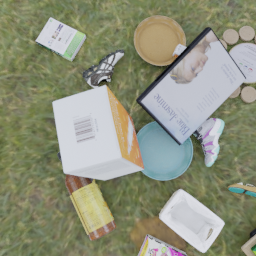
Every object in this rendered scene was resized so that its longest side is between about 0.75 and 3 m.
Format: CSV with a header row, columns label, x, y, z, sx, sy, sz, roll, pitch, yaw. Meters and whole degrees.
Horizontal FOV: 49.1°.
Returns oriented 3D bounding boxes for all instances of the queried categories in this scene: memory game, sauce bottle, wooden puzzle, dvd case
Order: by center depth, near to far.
label,x,y,z,sx,sy,sz,roll,pitch,yaw
wooden puzzle,4.311,3.597,8.201,1.758,0.305,2.606,43,89,-11
dvd case,1.914,-1.150,8.262,2.917,0.256,2.081,-46,115,2
sauce bottle,-1.310,1.900,8.446,0.927,0.927,2.808,-25,79,-4
memory game,4.040,-2.190,9.535,2.759,0.176,2.759,0,80,1

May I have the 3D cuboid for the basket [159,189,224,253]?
label,x,y,z,sx,sy,sz,roll,pitch,yaw
basket,1.799,2.673,8.292,1.589,0.980,1.077,38,82,5

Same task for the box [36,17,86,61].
label,x,y,z,sx,sy,sz,roll,pitch,yaw
box,-2.301,-3.049,9.648,1.415,0.257,1.021,28,81,6

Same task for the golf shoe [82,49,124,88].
label,x,y,z,sx,sy,sz,roll,pitch,yaw
golf shoe,-0.700,-1.966,9.356,1.654,0.643,0.781,-38,104,-7

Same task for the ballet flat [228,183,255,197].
label,x,y,z,sx,sy,sz,roll,pitch,yaw
ballet flat,3.647,1.902,8.802,1.061,0.364,0.334,15,53,0

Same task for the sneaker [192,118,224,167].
label,x,y,z,sx,sy,sz,roll,pitch,yaw
sneaker,2.335,0.363,8.921,1.118,0.621,1.599,16,71,4

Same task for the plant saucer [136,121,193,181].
label,x,y,z,sx,sy,sz,roll,pitch,yaw
plant saucer,1.095,0.713,8.941,1.895,0.341,1.895,0,80,1

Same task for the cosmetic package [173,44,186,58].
label,x,y,z,sx,sy,sz,roll,pitch,yaw
cosmetic package,1.991,-2.360,9.204,0.956,0.485,0.341,25,93,-2

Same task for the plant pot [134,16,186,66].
label,x,y,z,sx,sy,sz,roll,pitch,yaw
plant pot,1.076,-2.948,9.571,1.780,0.245,1.780,1,83,-4

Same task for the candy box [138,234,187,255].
label,x,y,z,sx,sy,sz,roll,pitch,yaw
candy box,0.992,3.903,8.374,1.306,0.398,0.891,24,82,4

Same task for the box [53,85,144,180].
label,x,y,z,sx,sy,sz,roll,pitch,yaw
box,-0.636,0.325,7.531,1.387,2.845,1.769,-16,74,9

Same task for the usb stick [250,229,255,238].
label,x,y,z,sx,sy,sz,roll,pitch,yaw
usb stick,4.841,2.824,8.533,2.501,0.408,0.693,-33,89,-5
